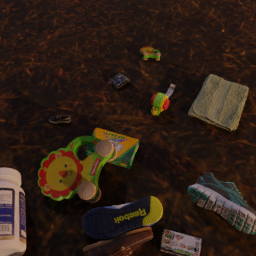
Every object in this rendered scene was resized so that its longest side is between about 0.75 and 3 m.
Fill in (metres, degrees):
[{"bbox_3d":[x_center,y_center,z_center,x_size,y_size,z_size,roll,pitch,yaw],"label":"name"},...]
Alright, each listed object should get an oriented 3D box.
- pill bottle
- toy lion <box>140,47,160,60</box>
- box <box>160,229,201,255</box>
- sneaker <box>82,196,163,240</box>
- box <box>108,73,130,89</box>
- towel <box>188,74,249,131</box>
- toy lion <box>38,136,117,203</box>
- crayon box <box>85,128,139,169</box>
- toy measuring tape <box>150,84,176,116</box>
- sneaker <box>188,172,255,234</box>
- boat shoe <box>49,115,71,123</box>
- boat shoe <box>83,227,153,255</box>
[{"bbox_3d":[-3.658,2.438,8.005,1.395,1.395,2.411,-10,52,-8],"label":"pill bottle"},{"bbox_3d":[1.071,-3.656,13.569,0.971,0.333,0.931,3,44,2],"label":"toy lion"},{"bbox_3d":[1.512,3.354,8.045,1.100,0.191,0.605,13,53,10],"label":"box"},{"bbox_3d":[-0.125,2.667,8.220,2.493,1.025,0.922,-14,71,12],"label":"sneaker"},{"bbox_3d":[-0.395,-2.086,12.372,0.597,0.173,0.751,37,60,26],"label":"box"},{"bbox_3d":[3.765,-1.097,11.390,1.961,0.482,2.643,23,55,16],"label":"towel"},{"bbox_3d":[-1.746,1.286,9.105,2.207,0.790,2.302,17,72,18],"label":"toy lion"},{"bbox_3d":[-0.554,0.698,9.954,1.683,0.490,0.999,15,53,12],"label":"crayon box"},{"bbox_3d":[1.478,-1.309,11.414,0.765,0.765,2.080,24,55,18],"label":"toy measuring tape"},{"bbox_3d":[3.160,2.183,8.541,2.507,0.972,1.143,31,54,20],"label":"sneaker"},{"bbox_3d":[-2.672,-0.384,10.959,0.848,0.270,0.300,-2,52,-2],"label":"boat shoe"},{"bbox_3d":[-0.210,3.372,7.744,2.021,0.711,0.711,-19,55,-6],"label":"boat shoe"}]
